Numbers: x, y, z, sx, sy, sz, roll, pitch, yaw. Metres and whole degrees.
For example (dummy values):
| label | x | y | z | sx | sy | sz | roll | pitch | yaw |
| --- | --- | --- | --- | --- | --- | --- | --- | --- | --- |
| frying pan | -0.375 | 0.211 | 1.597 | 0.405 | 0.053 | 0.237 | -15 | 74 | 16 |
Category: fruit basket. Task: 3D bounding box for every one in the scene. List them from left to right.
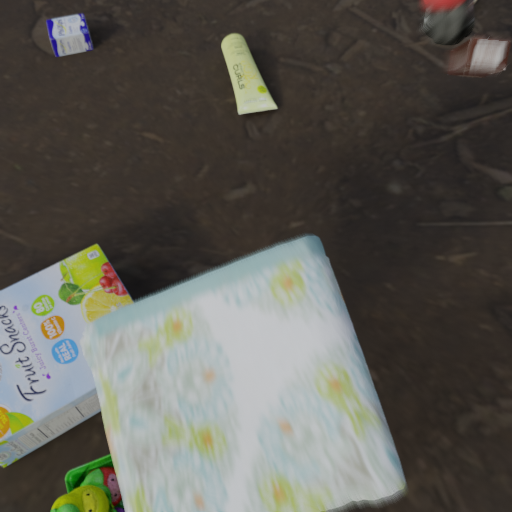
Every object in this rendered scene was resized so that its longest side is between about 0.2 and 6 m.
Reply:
| label | x | y | z | sx | sy | sz | roll | pitch | yaw |
| --- | --- | --- | --- | --- | --- | --- | --- | --- | --- |
| fruit basket | -1.633 | 2.680 | 5.916 | 0.854 | 1.184 | 1.184 | -19 | 58 | -13 |

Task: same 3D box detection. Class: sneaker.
| label | x | y | z | sx | sy | sz | roll | pitch | yaw |
| --- | --- | --- | --- | --- | --- | --- | --- | --- | --- |
| sneaker | 2.849 | -3.680 | 8.248 | 0.709 | 0.980 | 2.006 | 2 | 34 | 22 |

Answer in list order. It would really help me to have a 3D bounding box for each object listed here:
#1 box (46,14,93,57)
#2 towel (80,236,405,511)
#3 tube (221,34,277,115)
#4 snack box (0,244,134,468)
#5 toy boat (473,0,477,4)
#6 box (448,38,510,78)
| label | x | y | z | sx | sy | sz | roll | pitch | yaw |
| --- | --- | --- | --- | --- | --- | --- | --- | --- | --- |
| box | -3.728 | -4.414 | 11.196 | 0.765 | 0.401 | 0.704 | -16 | 56 | -10 |
| towel | -0.242 | 1.169 | 4.684 | 2.393 | 0.576 | 2.048 | -22 | 78 | 17 |
| tube | -0.195 | -3.370 | 10.474 | 0.545 | 0.487 | 1.877 | -31 | 58 | 25 |
| snack box | -2.581 | 1.180 | 7.139 | 2.281 | 0.772 | 1.923 | -30 | 61 | -17 |
| toy boat | 4.126 | -5.668 | 11.972 | 0.978 | 0.541 | 1.164 | -39 | 64 | -23 |
| box | 3.330 | -2.972 | 8.469 | 0.569 | 0.426 | 1.136 | 7 | 14 | 5 |
